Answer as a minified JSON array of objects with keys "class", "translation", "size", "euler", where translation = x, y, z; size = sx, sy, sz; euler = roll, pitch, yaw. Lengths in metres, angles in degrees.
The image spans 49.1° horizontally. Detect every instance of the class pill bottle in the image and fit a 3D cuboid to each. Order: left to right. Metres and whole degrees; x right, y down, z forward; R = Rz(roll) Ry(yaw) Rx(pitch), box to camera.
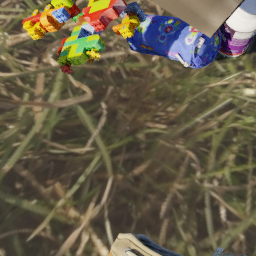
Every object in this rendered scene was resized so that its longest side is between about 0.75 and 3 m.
[{"class":"pill bottle","translation":[2.197,-2.022,5.542],"size":[0.722,1.284,0.722],"euler":[-1,72,4]}]

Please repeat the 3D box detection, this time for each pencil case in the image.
[{"class":"pencil case","translation":[0.865,-1.878,5.993],"size":[2.174,0.848,0.944],"euler":[29,79,40]}]

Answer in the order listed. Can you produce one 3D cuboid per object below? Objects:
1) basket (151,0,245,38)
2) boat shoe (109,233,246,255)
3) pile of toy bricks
[{"class":"basket","translation":[0.928,-1.967,3.913],"size":[1.294,1.167,0.880],"euler":[43,50,2]},{"class":"boat shoe","translation":[1.009,1.795,2.929],"size":[2.918,1.090,0.998],"euler":[2,68,22]},{"class":"pile of toy bricks","translation":[-0.851,-1.522,4.911],"size":[2.451,1.360,1.210],"euler":[-2,63,35]}]
